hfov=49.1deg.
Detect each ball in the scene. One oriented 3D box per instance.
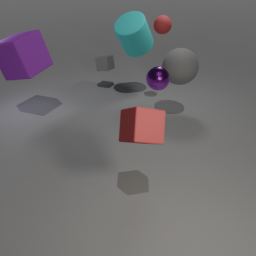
[{"bbox_3d":[0.881,-1.452,8.215,0.700,0.700,0.700,0,29,0],"label":"ball"},{"bbox_3d":[1.346,-4.014,10.902,0.700,0.700,0.700,0,29,0],"label":"ball"},{"bbox_3d":[2.023,-2.374,10.844,1.400,1.400,1.400,0,29,0],"label":"ball"}]

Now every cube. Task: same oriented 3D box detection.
[{"bbox_3d":[-1.162,-3.299,14.194,0.700,0.700,0.700,6,26,27],"label":"cube"},{"bbox_3d":[0.285,-0.032,5.840,0.700,0.700,0.700,6,-5,-28],"label":"cube"},{"bbox_3d":[-4.010,-2.756,10.635,1.400,1.400,1.400,2,35,30],"label":"cube"}]

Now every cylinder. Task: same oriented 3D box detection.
[{"bbox_3d":[0.270,-4.087,12.274,1.400,1.400,1.400,-10,60,17],"label":"cylinder"}]
